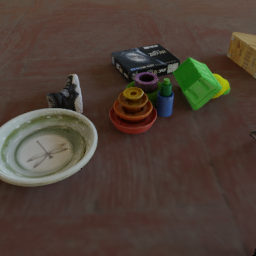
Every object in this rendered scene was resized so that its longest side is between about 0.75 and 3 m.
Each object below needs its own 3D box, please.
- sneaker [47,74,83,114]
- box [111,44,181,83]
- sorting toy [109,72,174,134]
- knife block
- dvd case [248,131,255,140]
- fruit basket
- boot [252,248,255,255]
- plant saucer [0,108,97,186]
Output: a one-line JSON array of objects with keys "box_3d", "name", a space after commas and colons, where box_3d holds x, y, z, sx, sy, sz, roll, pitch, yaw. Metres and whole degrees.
[{"box_3d": [-1.981, -1.066, 8.615, 1.021, 0.677, 1.794, -7, 43, -12], "name": "sneaker"}, {"box_3d": [0.628, -2.451, 10.429, 2.091, 0.455, 1.675, -15, 43, -17], "name": "box"}, {"box_3d": [0.503, -1.018, 8.207, 1.674, 1.143, 2.785, 10, 41, 12], "name": "sorting toy"}, {"box_3d": [5.547, -2.688, 10.340, 2.586, 0.942, 2.946, -10, 41, -13], "name": "knife block"}, {"box_3d": [3.618, 0.103, 6.923, 1.035, 0.769, 0.083, -16, 66, 34], "name": "dvd case"}, {"box_3d": [2.379, -1.323, 8.850, 1.710, 1.233, 1.710, 38, 25, -22], "name": "fruit basket"}, {"box_3d": [2.454, 2.905, 3.710, 2.242, 1.013, 2.736, 29, 41, 27], "name": "boot"}, {"box_3d": [-2.014, 0.508, 6.802, 2.569, 0.645, 2.569, 1, 40, 0], "name": "plant saucer"}]
